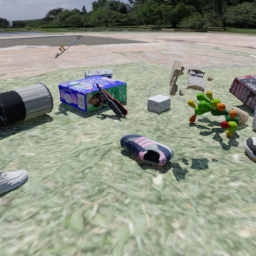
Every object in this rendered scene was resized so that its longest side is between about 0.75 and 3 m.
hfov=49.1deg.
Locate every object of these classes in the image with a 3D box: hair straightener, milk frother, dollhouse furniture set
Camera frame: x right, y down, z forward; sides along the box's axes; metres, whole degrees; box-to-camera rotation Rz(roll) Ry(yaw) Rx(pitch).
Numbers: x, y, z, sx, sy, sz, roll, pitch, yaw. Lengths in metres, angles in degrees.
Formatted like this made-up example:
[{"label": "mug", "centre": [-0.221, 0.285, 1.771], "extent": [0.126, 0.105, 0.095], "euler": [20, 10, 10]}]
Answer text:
[{"label": "hair straightener", "centre": [-0.931, -1.218, 12.239], "extent": [0.799, 0.425, 2.075], "euler": [-28, 73, -43]}, {"label": "milk frother", "centre": [-4.713, -1.532, 11.590], "extent": [2.194, 2.431, 2.286], "euler": [21, 31, 33]}, {"label": "dollhouse furniture set", "centre": [2.062, -1.529, 8.684], "extent": [1.432, 0.699, 1.221], "euler": [10, 51, -1]}]

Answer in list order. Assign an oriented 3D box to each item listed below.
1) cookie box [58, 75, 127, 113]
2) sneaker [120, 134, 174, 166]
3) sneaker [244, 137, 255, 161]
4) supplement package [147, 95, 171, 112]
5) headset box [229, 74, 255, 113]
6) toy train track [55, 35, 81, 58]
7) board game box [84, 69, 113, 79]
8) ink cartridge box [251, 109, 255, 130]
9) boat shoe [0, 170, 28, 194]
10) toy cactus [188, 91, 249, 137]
[{"label": "cookie box", "centre": [-1.712, -1.773, 13.914], "extent": [2.623, 0.986, 2.244], "euler": [-22, 32, -40]}, {"label": "sneaker", "centre": [0.442, 0.683, 8.863], "extent": [1.898, 0.666, 0.778], "euler": [13, 24, 29]}, {"label": "sneaker", "centre": [4.606, 0.670, 8.322], "extent": [0.995, 1.153, 2.631], "euler": [-11, 25, -19]}, {"label": "supplement package", "centre": [1.459, -1.171, 13.170], "extent": [0.718, 0.511, 0.922], "euler": [21, 31, 38]}, {"label": "headset box", "centre": [6.010, -1.661, 13.063], "extent": [1.669, 0.842, 2.246], "euler": [-13, 46, -27]}, {"label": "toy train track", "centre": [-2.895, -3.946, 13.339], "extent": [1.032, 0.293, 1.800], "euler": [-12, 33, 53]}, {"label": "board game box", "centre": [-1.700, -2.720, 15.820], "extent": [1.514, 1.117, 0.487], "euler": [-11, 52, -23]}, {"label": "ink cartridge box", "centre": [5.796, -1.074, 10.765], "extent": [1.689, 2.324, 1.017], "euler": [-19, 34, -37]}, {"label": "boat shoe", "centre": [-3.406, 1.393, 7.486], "extent": [1.513, 0.497, 0.545], "euler": [-21, 32, -38]}, {"label": "toy cactus", "centre": [3.760, -0.499, 11.159], "extent": [2.346, 1.454, 2.843], "euler": [12, 17, -21]}]
